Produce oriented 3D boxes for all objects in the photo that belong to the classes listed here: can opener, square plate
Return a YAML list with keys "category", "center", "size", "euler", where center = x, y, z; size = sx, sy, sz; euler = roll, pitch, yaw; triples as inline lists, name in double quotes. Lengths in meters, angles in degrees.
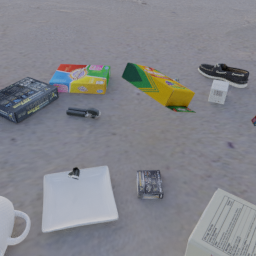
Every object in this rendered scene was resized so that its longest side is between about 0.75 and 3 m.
- category: "can opener"
  center: [-1.862, -0.701, 11.751]
  size: [1.508, 0.501, 0.397]
  euler: [5, 39, 14]
- category: "square plate"
  center: [-1.462, 2.074, 8.348]
  size: [2.061, 0.296, 2.081]
  euler: [-8, 39, -9]

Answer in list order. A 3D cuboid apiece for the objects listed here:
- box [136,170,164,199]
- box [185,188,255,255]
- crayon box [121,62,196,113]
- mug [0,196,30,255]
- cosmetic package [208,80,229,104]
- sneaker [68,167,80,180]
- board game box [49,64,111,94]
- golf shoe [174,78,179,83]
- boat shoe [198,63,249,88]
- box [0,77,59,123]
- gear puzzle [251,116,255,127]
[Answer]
- category: "box"
  center: [0.669, 1.756, 8.791]
  size: [0.781, 0.238, 0.986]
  euler: [-1, 38, -2]
- category: "box"
  center: [2.847, 2.954, 6.247]
  size: [2.751, 1.499, 1.759]
  euler: [24, 44, 27]
- category: "crayon box"
  center: [1.231, -1.434, 10.006]
  size: [2.597, 0.660, 1.648]
  euler: [38, 24, 29]
- category: "mug"
  center: [-3.320, 2.512, 7.132]
  size: [1.594, 1.177, 1.397]
  euler: [6, 36, -4]
- category: "cosmetic package"
  center: [4.118, -1.644, 12.717]
  size: [0.707, 0.707, 0.857]
  euler: [15, 41, 17]
- category: "sneaker"
  center: [-1.609, 1.359, 8.471]
  size: [0.262, 0.789, 0.357]
  euler: [22, 76, -22]
- category: "board game box"
  center: [-2.302, -2.460, 13.892]
  size: [2.646, 0.534, 2.024]
  euler: [3, 38, 3]
- category: "golf shoe"
  center: [1.993, -1.705, 13.016]
  size: [0.834, 0.672, 1.715]
  euler: [-8, 30, 18]
- category: "boat shoe"
  center: [4.813, -2.870, 14.187]
  size: [0.988, 0.807, 2.674]
  euler: [-30, 47, -33]
- category: "box"
  center: [-4.635, -1.318, 12.360]
  size: [1.962, 0.635, 2.488]
  euler: [20, 42, 25]
- category: "gear puzzle"
  center: [5.117, -0.431, 10.791]
  size: [0.824, 0.427, 0.108]
  euler: [-43, 26, -2]
